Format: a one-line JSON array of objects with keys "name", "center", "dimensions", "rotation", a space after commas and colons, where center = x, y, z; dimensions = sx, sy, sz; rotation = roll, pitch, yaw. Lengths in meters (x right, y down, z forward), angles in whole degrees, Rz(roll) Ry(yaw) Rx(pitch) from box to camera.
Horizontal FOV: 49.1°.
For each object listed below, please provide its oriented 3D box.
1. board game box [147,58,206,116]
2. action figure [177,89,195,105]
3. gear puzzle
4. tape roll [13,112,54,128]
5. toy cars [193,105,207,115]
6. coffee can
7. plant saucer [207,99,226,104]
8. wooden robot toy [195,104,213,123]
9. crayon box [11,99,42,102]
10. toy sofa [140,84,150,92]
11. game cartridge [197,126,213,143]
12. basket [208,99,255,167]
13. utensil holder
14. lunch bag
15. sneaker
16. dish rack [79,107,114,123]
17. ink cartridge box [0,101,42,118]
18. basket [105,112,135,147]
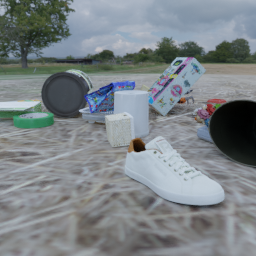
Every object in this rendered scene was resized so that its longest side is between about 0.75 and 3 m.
[{"name": "board game box", "center": [2.072, -2.047, 13.437], "dimensions": [0.905, 2.816, 2.077], "rotation": [40, 3, -17]}, {"name": "action figure", "center": [2.373, -1.707, 15.299], "dimensions": [2.109, 1.140, 2.180], "rotation": [8, 14, -2]}, {"name": "gear puzzle", "center": [2.986, -0.429, 8.913], "dimensions": [1.705, 0.223, 0.883], "rotation": [-17, 61, -30]}, {"name": "tape roll", "center": [-3.750, -0.329, 11.181], "dimensions": [1.520, 0.365, 1.520], "rotation": [1, 14, 0]}, {"name": "toy cars", "center": [3.970, -0.682, 12.109], "dimensions": [1.215, 0.600, 2.711], "rotation": [-7, 15, -27]}, {"name": "coffee can", "center": [-2.782, -1.722, 13.397], "dimensions": [2.012, 2.012, 2.749], "rotation": [0, 14, -2]}, {"name": "plant saucer", "center": [5.345, -1.635, 16.870], "dimensions": [0.897, 0.165, 0.895], "rotation": [14, 20, 42]}, {"name": "wooden robot toy", "center": [3.100, -0.549, 11.480], "dimensions": [0.800, 0.777, 1.763], "rotation": [-12, 11, 4]}, {"name": "crayon box", "center": [-5.339, -1.136, 14.301], "dimensions": [1.647, 0.425, 1.035], "rotation": [-11, 18, -36]}, {"name": "toy sofa", "center": [1.678, -1.932, 16.739], "dimensions": [1.041, 1.226, 2.513], "rotation": [36, 30, 24]}, {"name": "game cartridge", "center": [3.413, 0.166, 9.125], "dimensions": [2.165, 0.450, 1.442], "rotation": [-8, 13, -28]}, {"name": "basket", "center": [3.717, 0.011, 7.513], "dimensions": [2.344, 1.594, 2.113], "rotation": [-7, 19, -40]}, {"name": "utensil holder", "center": [0.116, -0.514, 9.652], "dimensions": [1.243, 1.462, 1.243], "rotation": [0, 13, 0]}, {"name": "lunch bag", "center": [-0.551, -1.257, 10.389], "dimensions": [1.679, 0.790, 1.264], "rotation": [-29, -11, 37]}, {"name": "sneaker", "center": [0.790, 0.752, 5.564], "dimensions": [0.856, 0.995, 2.351], "rotation": [-11, 19, -43]}, {"name": "dish rack", "center": [-0.572, -0.635, 11.981], "dimensions": [2.283, 0.579, 2.660], "rotation": [6, 15, 20]}, {"name": "ink cartridge box", "center": [-5.023, -0.714, 12.142], "dimensions": [1.930, 0.636, 2.653], "rotation": [-1, 14, -3]}, {"name": "basket", "center": [-0.247, 0.053, 8.609], "dimensions": [0.734, 0.913, 0.905], "rotation": [-9, 15, -13]}]
